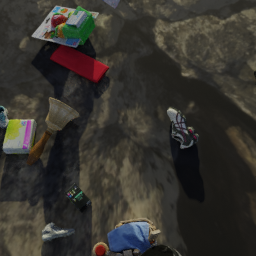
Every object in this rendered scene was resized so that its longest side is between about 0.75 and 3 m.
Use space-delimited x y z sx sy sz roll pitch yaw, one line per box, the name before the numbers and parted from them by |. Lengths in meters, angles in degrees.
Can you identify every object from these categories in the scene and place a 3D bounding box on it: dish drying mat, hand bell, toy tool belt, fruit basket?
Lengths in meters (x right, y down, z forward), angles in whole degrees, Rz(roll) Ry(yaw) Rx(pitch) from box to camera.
dish drying mat | -2.219 -2.951 12.777 2.658 0.242 1.021 29 67 13
hand bell | -3.099 0.280 10.801 1.354 1.354 2.600 26 78 13
toy tool belt | -0.089 3.590 8.795 2.184 1.342 1.363 -13 64 -6
fruit basket | -2.982 -4.955 13.280 2.533 1.187 2.346 21 65 14

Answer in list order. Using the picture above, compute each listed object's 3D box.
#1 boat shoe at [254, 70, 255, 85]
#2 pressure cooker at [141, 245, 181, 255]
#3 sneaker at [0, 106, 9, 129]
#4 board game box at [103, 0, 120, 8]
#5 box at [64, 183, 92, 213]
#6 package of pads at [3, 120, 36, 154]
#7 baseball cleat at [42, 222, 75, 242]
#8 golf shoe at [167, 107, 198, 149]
boat shoe | 5.799 -2.407 12.361 0.489 0.532 1.488 21 62 19
pressure cooker | 1.207 4.579 7.937 1.979 1.741 1.768 49 46 -19
sneaker | -5.103 -0.434 11.365 0.392 0.436 1.009 -17 64 -9
board game box | -0.790 -5.511 10.548 1.437 1.430 0.312 31 56 -8
box | -1.737 2.448 9.793 0.821 0.610 0.510 42 70 19
package of pads | -4.242 0.332 10.956 1.055 0.466 1.365 -1 63 0
baseball cleat | -2.365 3.427 9.423 1.103 0.385 0.587 -13 64 -7
golf shoe | 1.985 -0.048 11.050 0.801 0.702 1.818 -30 66 -7
